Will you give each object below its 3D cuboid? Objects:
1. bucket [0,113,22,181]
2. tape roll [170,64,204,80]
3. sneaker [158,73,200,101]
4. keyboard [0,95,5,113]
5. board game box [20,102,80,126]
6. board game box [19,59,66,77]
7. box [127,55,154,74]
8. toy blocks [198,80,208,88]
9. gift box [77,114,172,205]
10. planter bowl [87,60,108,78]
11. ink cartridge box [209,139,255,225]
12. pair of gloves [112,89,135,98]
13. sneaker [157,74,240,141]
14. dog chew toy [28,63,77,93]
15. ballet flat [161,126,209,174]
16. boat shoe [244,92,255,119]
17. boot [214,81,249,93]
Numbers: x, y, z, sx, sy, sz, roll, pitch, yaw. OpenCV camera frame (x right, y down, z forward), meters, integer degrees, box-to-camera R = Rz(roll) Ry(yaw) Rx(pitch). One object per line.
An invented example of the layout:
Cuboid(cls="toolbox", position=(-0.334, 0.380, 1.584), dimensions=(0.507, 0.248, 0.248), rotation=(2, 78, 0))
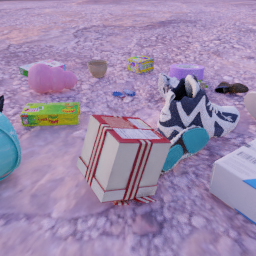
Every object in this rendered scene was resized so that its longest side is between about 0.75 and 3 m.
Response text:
Cuboid(cls="bucket", position=(-3.232, 0.453, 6.206), dimensions=(1.689, 1.689, 1.099), rotation=(23, 32, 34))
Cuboid(cls="tape roll", position=(2.532, -2.423, 12.059), dimensions=(1.438, 0.472, 1.438), rotation=(1, 21, -1))
Cuboid(cls="sneaker", position=(1.890, -1.415, 10.274), dimensions=(1.201, 0.785, 2.090), rotation=(-7, 36, -12))
Cuboid(cls="keyboard", position=(-3.986, -0.320, 8.119), dimensions=(0.175, 1.082, 1.703), rotation=(22, -20, -38))
Cuboid(cls="board game box", position=(-2.432, -0.459, 8.966), dimensions=(1.723, 0.410, 0.875), rotation=(-2, 30, -4))
Cuboid(cls="board game box", position=(-3.914, -2.714, 12.875), dimensions=(1.276, 0.336, 1.668), rotation=(26, 39, 36))
Cuboid(cls="box", position=(0.571, -2.976, 13.099), dimensions=(0.906, 0.574, 0.940), rotation=(-21, 36, -30))
Cuboid(cls="toy blocks", position=(2.762, -1.773, 11.307), dimensions=(0.821, 0.410, 0.561), rotation=(1, 19, 1))
Cuboid(cls="gift box", position=(-0.028, 0.705, 5.970), dimensions=(1.634, 1.526, 1.508), rotation=(6, 23, -31))
Cuboid(cls="planter bowl", position=(-1.330, -2.599, 12.409), dimensions=(0.920, 0.619, 0.920), rotation=(0, 31, 0))
Cuboid(cls="ink cartridge box", position=(3.025, 1.027, 5.950), dimensions=(2.070, 0.889, 1.516), rotation=(-19, 36, -31))
Cuboid(cls="pair of gloves", position=(-0.168, -1.314, 10.744), dimensions=(0.860, 0.098, 0.692), rotation=(-18, 33, -29))
Cuboid(cls="sneaker", position=(2.153, -0.708, 8.002), dimensions=(2.787, 1.813, 1.112), rotation=(-9, 32, -15))
Cuboid(cls="dog chew toy", position=(-2.881, -1.895, 10.827), dimensions=(1.818, 1.132, 1.132), rotation=(1, 29, -15))
Cuboid(cls="ballet flat", position=(1.226, 0.486, 7.160), dimensions=(2.075, 0.744, 0.744), rotation=(-25, 38, -36))
Cuboid(cls="boat shoe", position=(4.802, -0.476, 8.720), dimensions=(1.052, 0.847, 2.269), rotation=(-11, 40, -29))
Cuboid(cls="boot", position=(3.932, -1.450, 10.719), dimensions=(0.590, 0.455, 1.218), rotation=(-34, 33, -29))
